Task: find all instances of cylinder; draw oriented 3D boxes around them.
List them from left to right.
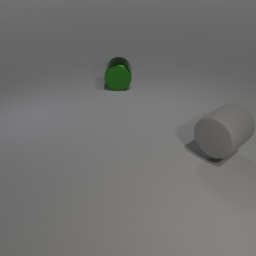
[{"bbox_3d":[-0.509,-2.892,14.870,1.400,1.400,1.400,0,31,0],"label":"cylinder"},{"bbox_3d":[3.091,0.074,8.997,1.400,1.400,1.400,-27,39,-36],"label":"cylinder"}]
